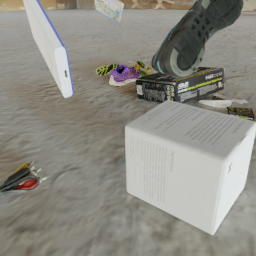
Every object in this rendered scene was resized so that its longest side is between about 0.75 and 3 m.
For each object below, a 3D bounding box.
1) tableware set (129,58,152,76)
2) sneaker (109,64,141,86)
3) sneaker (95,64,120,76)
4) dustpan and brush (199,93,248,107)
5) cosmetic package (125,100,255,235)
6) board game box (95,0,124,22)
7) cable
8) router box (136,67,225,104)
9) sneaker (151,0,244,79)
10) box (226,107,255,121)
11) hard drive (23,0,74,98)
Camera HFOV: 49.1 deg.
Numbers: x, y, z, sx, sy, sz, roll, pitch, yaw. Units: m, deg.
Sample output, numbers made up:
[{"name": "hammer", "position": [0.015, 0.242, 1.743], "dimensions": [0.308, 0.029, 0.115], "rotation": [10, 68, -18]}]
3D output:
[{"name": "tableware set", "position": [0.701, -2.772, 12.929], "dimensions": [1.099, 0.250, 1.631], "rotation": [49, 23, 6]}, {"name": "sneaker", "position": [-0.051, -2.420, 12.204], "dimensions": [0.794, 0.822, 1.969], "rotation": [19, 32, 29]}, {"name": "sneaker", "position": [-0.945, -2.854, 13.384], "dimensions": [1.301, 0.491, 0.497], "rotation": [-12, 31, -25]}, {"name": "dustpan and brush", "position": [3.465, -0.990, 9.881], "dimensions": [1.123, 0.460, 1.609], "rotation": [-18, 33, -31]}, {"name": "cosmetic package", "position": [1.189, 0.619, 5.574], "dimensions": [1.973, 1.641, 1.651], "rotation": [19, 34, 34]}, {"name": "board game box", "position": [-0.578, -3.741, 8.658], "dimensions": [0.876, 0.589, 0.150], "rotation": [33, 52, 9]}, {"name": "cable", "position": [-2.507, 1.313, 5.869], "dimensions": [1.651, 0.415, 0.802], "rotation": [-33, 58, -28]}, {"name": "router box", "position": [1.949, -1.641, 10.384], "dimensions": [2.695, 0.837, 2.020], "rotation": [-21, 24, -33]}, {"name": "sneaker", "position": [1.497, -2.312, 6.301], "dimensions": [2.778, 1.048, 1.101], "rotation": [-50, 25, -11]}, {"name": "box", "position": [3.681, -0.475, 9.212], "dimensions": [0.813, 0.180, 0.651], "rotation": [6, 28, 10]}, {"name": "hard drive", "position": [-1.991, -2.126, 6.946], "dimensions": [0.305, 1.586, 2.404], "rotation": [-22, 61, -17]}]
